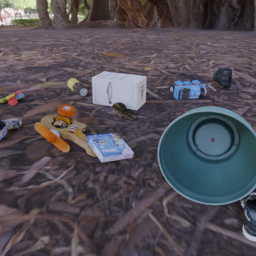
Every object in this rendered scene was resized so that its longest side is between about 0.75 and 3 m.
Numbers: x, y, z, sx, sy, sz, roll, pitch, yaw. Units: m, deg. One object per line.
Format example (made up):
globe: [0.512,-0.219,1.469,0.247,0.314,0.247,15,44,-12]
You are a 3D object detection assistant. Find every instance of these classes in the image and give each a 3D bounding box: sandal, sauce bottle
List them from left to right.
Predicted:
sauce bottle: [-2.657,-2.136,14.694,0.640,0.640,1.979,-12,26,-23]
sandal: [-0.176,-0.654,11.898,0.565,0.377,1.383,-29,51,-35]

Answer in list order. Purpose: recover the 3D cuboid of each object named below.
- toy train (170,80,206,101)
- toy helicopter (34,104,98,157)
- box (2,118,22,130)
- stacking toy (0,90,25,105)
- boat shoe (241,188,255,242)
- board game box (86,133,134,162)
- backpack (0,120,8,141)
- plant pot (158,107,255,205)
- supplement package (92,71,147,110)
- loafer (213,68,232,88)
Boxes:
toy train: [3.079,-1.880,14.065,1.818,0.788,1.039,-4,34,-14]
toy helicopter: [-1.886,0.232,9.245,2.556,1.008,1.690,30,28,24]
box: [-4.566,-0.144,10.740,0.871,0.211,0.690,-6,21,-14]
stacking toy: [-5.596,-1.337,13.485,1.084,0.506,1.197,-21,16,18]
boat shoe: [2.935,1.795,6.379,0.647,0.516,1.712,7,26,15]
board game box: [-0.571,0.586,8.838,1.117,0.242,1.112,-5,37,-35]
backpack: [-4.691,0.119,9.728,0.922,0.746,0.968,2,38,13]
plant pot: [2.101,0.489,7.133,2.385,2.385,1.598,9,21,18]
supplement package: [-0.394,-1.774,13.101,2.241,1.310,1.315,10,27,20]
loafer: [5.362,-2.855,15.927,1.033,1.000,2.944,4,20,19]
